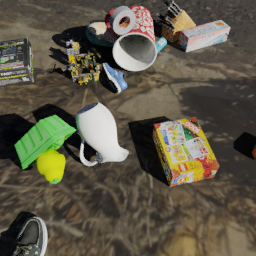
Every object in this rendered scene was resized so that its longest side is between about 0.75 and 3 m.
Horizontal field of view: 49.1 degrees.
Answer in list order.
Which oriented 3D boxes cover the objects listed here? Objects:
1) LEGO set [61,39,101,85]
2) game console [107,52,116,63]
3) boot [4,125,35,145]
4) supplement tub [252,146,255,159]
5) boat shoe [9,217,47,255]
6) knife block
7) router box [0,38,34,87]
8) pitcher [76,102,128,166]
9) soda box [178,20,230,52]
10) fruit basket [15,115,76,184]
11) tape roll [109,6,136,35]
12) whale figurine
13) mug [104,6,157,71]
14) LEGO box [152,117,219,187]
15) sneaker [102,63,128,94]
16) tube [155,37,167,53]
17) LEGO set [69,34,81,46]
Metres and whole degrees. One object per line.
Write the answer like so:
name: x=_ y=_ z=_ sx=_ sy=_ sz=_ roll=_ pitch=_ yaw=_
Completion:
LEGO set: x=-2.071 y=-3.179 z=12.814 sx=1.677 sy=1.264 sz=2.182 roll=-2 pitch=52 yaw=-1
game console: x=-0.341 y=-3.371 z=13.661 sx=1.255 sy=0.151 sz=0.740 roll=24 pitch=58 yaw=16
boot: x=-4.113 y=0.225 z=10.714 sx=0.886 sy=0.400 sz=1.081 roll=16 pitch=57 yaw=13
supplement tub: x=5.019 y=0.716 z=10.166 sx=1.032 sy=0.632 sz=0.632 roll=-36 pitch=60 yaw=-25
boat shoe: x=-2.892 y=3.687 z=7.761 sx=0.896 sy=0.739 sz=2.612 roll=2 pitch=52 yaw=2
knife block: x=2.483 y=-5.654 z=14.107 sx=2.608 sy=2.289 sz=0.834 roll=-37 pitch=62 yaw=-25
router box: x=-5.899 y=-2.927 z=12.826 sx=2.972 sy=0.923 sz=2.227 roll=-10 pitch=52 yaw=-7
pitcher: x=-1.133 y=0.293 z=9.438 sx=1.721 sy=2.006 sz=1.216 roll=-20 pitch=20 yaw=13
soda box: x=3.863 y=-4.687 z=14.255 sx=2.500 sy=0.855 sz=0.795 roll=-19 pitch=54 yaw=-14
fruit basket: x=-2.415 y=0.772 z=8.680 sx=1.921 sy=1.921 sz=1.385 roll=20 pitch=20 yaw=15
tape roll: x=-0.222 y=-4.306 z=11.230 sx=1.049 sy=1.049 sz=0.346 roll=-25 pitch=58 yaw=-18
whale figurine: x=-1.209 y=-4.543 z=14.187 sx=2.061 sy=1.069 sz=1.640 roll=37 pitch=37 yaw=-1
mug: x=0.283 y=-4.571 z=13.023 sx=1.955 sy=2.601 sz=2.931 roll=-10 pitch=46 yaw=16
LEGO box: x=1.962 y=0.797 z=9.956 sx=1.635 sy=0.847 sz=2.196 roll=-11 pitch=53 yaw=-8
sneaker: x=-0.604 y=-2.284 z=12.580 sx=0.778 sy=0.685 sz=1.745 roll=-23 pitch=63 yaw=-25
tube: x=1.276 y=-3.878 z=13.942 sx=0.664 sy=0.432 sz=1.714 roll=29 pitch=61 yaw=29
LEGO set: x=-2.735 y=-4.468 z=14.533 sx=0.605 sy=0.264 sz=0.931 roll=1 pitch=65 yaw=3
